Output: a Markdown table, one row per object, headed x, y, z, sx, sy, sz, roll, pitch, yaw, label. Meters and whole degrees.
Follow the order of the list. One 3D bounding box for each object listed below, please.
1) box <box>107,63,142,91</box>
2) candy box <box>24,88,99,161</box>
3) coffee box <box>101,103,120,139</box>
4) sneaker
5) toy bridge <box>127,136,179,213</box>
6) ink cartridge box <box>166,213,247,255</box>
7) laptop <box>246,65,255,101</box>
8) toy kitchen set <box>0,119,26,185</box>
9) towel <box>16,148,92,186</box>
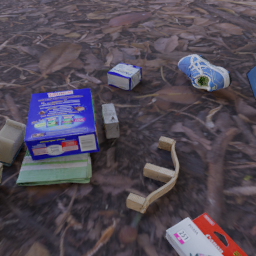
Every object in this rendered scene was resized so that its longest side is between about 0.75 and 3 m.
| x | y | z | sx | sy | sz | roll | pitch | yaw | label |
| --- | --- | --- | --- | --- | --- | --- | --- | --- | --- |
| -0.129 | -2.195 | 11.878 | 1.065 | 0.607 | 1.157 | 18 | 43 | 22 | box |
| -1.998 | -0.212 | 8.702 | 1.981 | 0.902 | 2.343 | -7 | 41 | -6 | candy box |
| -0.606 | -0.262 | 9.452 | 0.454 | 0.651 | 1.138 | -8 | 38 | -8 | coffee box |
| 2.962 | -2.318 | 11.702 | 1.037 | 1.020 | 2.693 | -27 | 38 | -20 | sneaker |
| 0.890 | 1.273 | 7.757 | 0.922 | 0.373 | 2.742 | 16 | 41 | 18 | toy bridge |
| 1.768 | 2.590 | 6.174 | 1.269 | 0.318 | 1.462 | -22 | 44 | -23 | ink cartridge box |
| 5.847 | -1.210 | 9.818 | 2.879 | 1.669 | 2.696 | 29 | 47 | 31 | laptop |
| -4.750 | 0.677 | 7.935 | 2.870 | 1.691 | 2.299 | 19 | 38 | -8 | toy kitchen set |
| -2.090 | 0.657 | 8.605 | 2.008 | 0.308 | 2.632 | -3 | 40 | -3 | towel |
